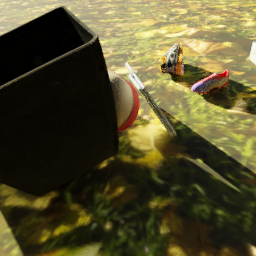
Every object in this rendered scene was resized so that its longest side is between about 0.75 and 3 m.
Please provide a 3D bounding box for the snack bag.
[{"bbox_3d":[0.510,-0.783,7.186,0.195,1.721,1.825,-35,35,8],"label":"snack bag"}]

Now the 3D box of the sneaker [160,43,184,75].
[{"bbox_3d":[1.694,-2.680,10.739,0.847,0.858,2.192,-3,31,12],"label":"sneaker"}]

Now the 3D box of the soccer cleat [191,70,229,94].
[{"bbox_3d":[2.685,-1.510,9.121,1.502,0.574,0.501,-16,36,-24],"label":"soccer cleat"}]

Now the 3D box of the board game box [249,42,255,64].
[{"bbox_3d":[5.465,-2.847,11.050,0.721,0.734,1.400,1,33,1],"label":"board game box"}]

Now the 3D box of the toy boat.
[{"bbox_3d":[-0.415,-0.752,7.523,1.444,1.442,2.210,12,19,-41],"label":"toy boat"}]

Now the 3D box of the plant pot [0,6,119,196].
[{"bbox_3d":[-1.640,-0.392,5.317,2.688,2.390,2.695,-29,39,-6],"label":"plant pot"}]
